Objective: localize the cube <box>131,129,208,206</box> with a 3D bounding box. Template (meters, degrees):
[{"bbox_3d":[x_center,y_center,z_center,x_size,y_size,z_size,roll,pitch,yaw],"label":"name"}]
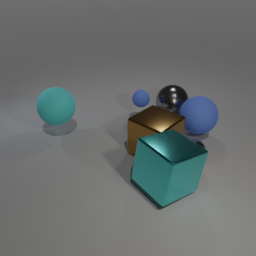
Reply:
[{"bbox_3d":[1.127,1.048,7.872,1.400,1.400,1.400,-13,34,-36],"label":"cube"}]

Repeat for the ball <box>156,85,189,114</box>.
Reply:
[{"bbox_3d":[1.871,-1.123,11.831,1.400,1.400,1.400,0,31,0],"label":"ball"}]

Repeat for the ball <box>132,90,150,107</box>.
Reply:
[{"bbox_3d":[0.521,-1.173,11.170,0.700,0.700,0.700,0,31,0],"label":"ball"}]

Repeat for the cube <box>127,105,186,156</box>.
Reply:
[{"bbox_3d":[0.940,0.251,9.495,1.400,1.400,1.400,24,39,35],"label":"cube"}]

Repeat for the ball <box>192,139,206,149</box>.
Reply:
[{"bbox_3d":[2.096,0.706,8.815,0.700,0.700,0.700,0,31,0],"label":"ball"}]

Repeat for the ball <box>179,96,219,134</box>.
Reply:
[{"bbox_3d":[2.584,-0.469,10.263,1.400,1.400,1.400,0,31,0],"label":"ball"}]

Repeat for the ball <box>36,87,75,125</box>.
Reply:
[{"bbox_3d":[-2.653,-0.802,10.354,1.400,1.400,1.400,0,31,0],"label":"ball"}]
